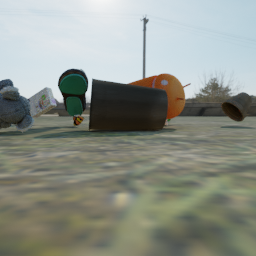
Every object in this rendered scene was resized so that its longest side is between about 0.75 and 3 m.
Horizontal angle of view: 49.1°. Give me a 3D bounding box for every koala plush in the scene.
[{"bbox_3d":[-2.591,-0.399,6.047,1.295,1.148,1.190,3,28,36],"label":"koala plush"}]

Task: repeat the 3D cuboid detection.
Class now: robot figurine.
[{"bbox_3d":[0.710,-0.893,8.830,2.509,1.463,1.805,-11,-15,33],"label":"robot figurine"}]

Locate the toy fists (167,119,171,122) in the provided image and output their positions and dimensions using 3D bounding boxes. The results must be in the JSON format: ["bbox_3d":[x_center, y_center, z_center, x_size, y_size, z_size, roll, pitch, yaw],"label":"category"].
[{"bbox_3d":[1.794,-0.661,13.125,0.261,0.758,0.386,-18,4,35],"label":"toy fists"}]

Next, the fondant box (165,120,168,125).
[{"bbox_3d":[0.672,-0.454,11.071,1.578,0.637,2.187,1,4,2],"label":"fondant box"}]

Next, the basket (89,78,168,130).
[{"bbox_3d":[-0.027,-0.540,7.109,1.862,1.266,1.679,4,17,-9],"label":"basket"}]

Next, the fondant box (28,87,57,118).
[{"bbox_3d":[-3.476,-1.014,11.235,1.137,0.820,0.331,-27,-16,24],"label":"fondant box"}]

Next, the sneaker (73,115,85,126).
[{"bbox_3d":[-1.715,-0.224,9.255,0.279,0.359,0.797,40,-20,-18],"label":"sneaker"}]

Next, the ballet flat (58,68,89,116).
[{"bbox_3d":[-1.736,-1.328,8.998,0.984,0.984,2.692,0,-24,-10],"label":"ballet flat"}]

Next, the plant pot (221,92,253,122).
[{"bbox_3d":[3.890,-0.806,9.788,0.790,0.910,0.910,-42,14,-12],"label":"plant pot"}]
